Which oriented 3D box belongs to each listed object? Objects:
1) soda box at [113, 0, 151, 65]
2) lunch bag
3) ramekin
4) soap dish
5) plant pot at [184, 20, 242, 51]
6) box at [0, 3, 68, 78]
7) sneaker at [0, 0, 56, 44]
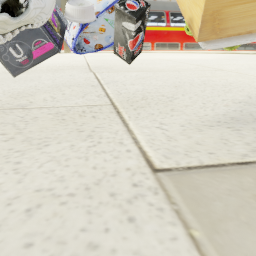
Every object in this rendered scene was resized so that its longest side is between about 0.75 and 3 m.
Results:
[{"bbox_3d":[0.046,-2.162,6.292,0.581,1.643,0.520,38,72,10],"label":"soda box"},{"bbox_3d":[-1.256,-3.965,10.459,2.601,1.611,2.211,-35,42,3],"label":"lunch bag"},{"bbox_3d":[-1.242,-3.035,7.240,0.817,0.380,0.817,4,39,-3],"label":"ramekin"},{"bbox_3d":[2.332,-3.004,6.314,2.210,1.141,2.809,-9,44,5],"label":"soap dish"},{"bbox_3d":[2.628,-3.286,8.584,1.547,1.629,1.629,3,17,-16],"label":"plant pot"},{"bbox_3d":[-2.766,-2.806,7.893,1.570,1.362,2.569,-25,36,13],"label":"box"},{"bbox_3d":[-1.679,-1.985,4.590,0.680,0.630,1.677,-27,24,45],"label":"sneaker"}]
